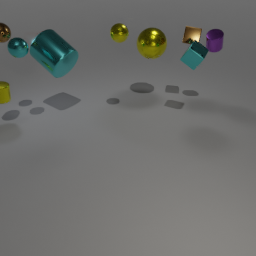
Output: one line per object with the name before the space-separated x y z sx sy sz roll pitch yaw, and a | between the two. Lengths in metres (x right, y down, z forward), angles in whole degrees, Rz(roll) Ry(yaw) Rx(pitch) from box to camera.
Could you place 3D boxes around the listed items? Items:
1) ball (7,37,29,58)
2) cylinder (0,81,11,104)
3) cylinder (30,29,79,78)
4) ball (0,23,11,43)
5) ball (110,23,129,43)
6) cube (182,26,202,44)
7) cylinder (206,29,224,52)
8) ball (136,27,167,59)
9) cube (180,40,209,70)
ball | -3.849 -2.810 9.810 0.700 0.700 0.700 0 30 0
cylinder | -5.131 -1.436 11.311 0.700 0.700 0.700 6 33 -4
cylinder | -2.978 -3.001 11.355 1.400 1.400 1.400 42 42 6
ball | -4.624 -3.465 10.183 0.700 0.700 0.700 0 30 0
ball | -0.323 -3.534 10.428 0.700 0.700 0.700 0 30 0
cube | 2.785 -4.024 12.225 0.700 0.700 0.700 12 19 7
cylinder | 3.674 -3.696 11.862 0.700 0.700 0.700 -6 57 10
ball | 1.090 -3.869 12.841 1.400 1.400 1.400 0 30 0
cube | 2.587 -2.843 10.909 0.700 0.700 0.700 36 53 -3
